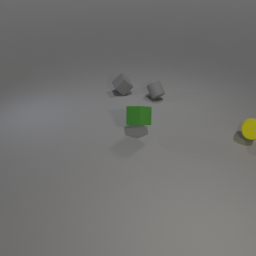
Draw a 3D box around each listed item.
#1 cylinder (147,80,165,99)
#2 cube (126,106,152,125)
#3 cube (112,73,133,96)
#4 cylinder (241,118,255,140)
[{"bbox_3d":[1.366,-1.866,13.741,0.700,0.700,0.700,-23,-5,-2],"label":"cylinder"},{"bbox_3d":[0.413,-0.463,10.543,0.700,0.700,0.700,3,3,38],"label":"cube"},{"bbox_3d":[-0.273,-2.212,14.220,0.700,0.700,0.700,34,22,-37],"label":"cube"},{"bbox_3d":[4.575,0.027,10.363,0.700,0.700,0.700,12,13,19],"label":"cylinder"}]
